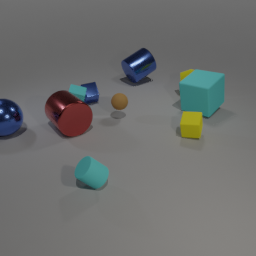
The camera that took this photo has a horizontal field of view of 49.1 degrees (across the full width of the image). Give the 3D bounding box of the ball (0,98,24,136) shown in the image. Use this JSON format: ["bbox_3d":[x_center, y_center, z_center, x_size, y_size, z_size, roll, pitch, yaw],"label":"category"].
[{"bbox_3d":[-4.632,-0.394,10.412,1.400,1.400,1.400,0,30,0],"label":"ball"}]

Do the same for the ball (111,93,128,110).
[{"bbox_3d":[-0.343,-1.078,11.438,0.700,0.700,0.700,0,30,0],"label":"ball"}]

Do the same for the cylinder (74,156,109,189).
[{"bbox_3d":[-1.021,1.250,7.892,0.700,0.700,0.700,-31,38,28],"label":"cylinder"}]

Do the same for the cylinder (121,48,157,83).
[{"bbox_3d":[0.582,-3.379,15.151,1.400,1.400,1.400,-35,40,-12],"label":"cylinder"}]

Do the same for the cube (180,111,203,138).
[{"bbox_3d":[2.354,-0.119,10.354,0.700,0.700,0.700,4,47,21],"label":"cube"}]

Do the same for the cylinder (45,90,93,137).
[{"bbox_3d":[-2.282,-0.575,10.741,1.400,1.400,1.400,-19,35,-30],"label":"cylinder"}]

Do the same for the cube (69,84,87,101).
[{"bbox_3d":[-2.218,-1.357,12.060,0.700,0.700,0.700,13,35,-10],"label":"cube"}]

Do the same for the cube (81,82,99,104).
[{"bbox_3d":[-1.774,-1.619,13.003,0.700,0.700,0.700,-14,71,-15],"label":"cube"}]

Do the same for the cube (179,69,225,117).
[{"bbox_3d":[3.211,-1.533,12.110,1.400,1.400,1.400,20,46,39],"label":"cube"}]

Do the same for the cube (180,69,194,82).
[{"bbox_3d":[3.020,-2.363,13.545,0.700,0.700,0.700,4,-9,-38],"label":"cube"}]
